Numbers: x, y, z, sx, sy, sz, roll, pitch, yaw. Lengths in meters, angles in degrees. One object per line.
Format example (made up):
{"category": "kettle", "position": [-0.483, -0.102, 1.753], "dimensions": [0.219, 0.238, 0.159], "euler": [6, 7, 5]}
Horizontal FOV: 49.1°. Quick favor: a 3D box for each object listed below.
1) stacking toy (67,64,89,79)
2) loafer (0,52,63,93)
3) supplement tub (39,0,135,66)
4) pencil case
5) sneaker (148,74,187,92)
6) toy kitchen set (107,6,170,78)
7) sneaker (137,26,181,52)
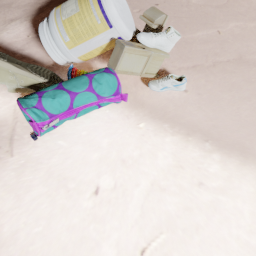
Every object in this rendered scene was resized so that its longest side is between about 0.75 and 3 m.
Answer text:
{"category": "stacking toy", "position": [-1.424, -1.696, 9.335], "dimensions": [1.091, 0.599, 0.633], "euler": [5, 68, 3]}
{"category": "loafer", "position": [-3.214, -1.492, 8.671], "dimensions": [2.820, 0.963, 1.067], "euler": [23, 23, -16]}
{"category": "supplement tub", "position": [-1.363, -3.417, 9.434], "dimensions": [2.759, 2.006, 2.006], "euler": [-19, 43, 21]}
{"category": "pencil case", "position": [-1.569, -0.772, 8.094], "dimensions": [2.931, 1.247, 1.354], "euler": [-26, 52, -23]}
{"category": "sneaker", "position": [1.305, -1.529, 9.284], "dimensions": [1.271, 0.513, 0.486], "euler": [-3, 49, -2]}
{"category": "toy kitchen set", "position": [0.106, -3.142, 9.319], "dimensions": [2.092, 1.892, 2.319], "euler": [-4, 42, -42]}
{"category": "sneaker", "position": [1.031, -2.971, 8.934], "dimensions": [1.454, 0.840, 0.535], "euler": [3, 58, -36]}
